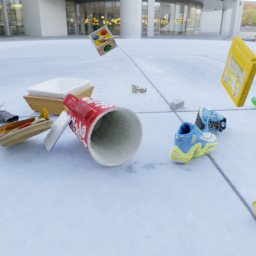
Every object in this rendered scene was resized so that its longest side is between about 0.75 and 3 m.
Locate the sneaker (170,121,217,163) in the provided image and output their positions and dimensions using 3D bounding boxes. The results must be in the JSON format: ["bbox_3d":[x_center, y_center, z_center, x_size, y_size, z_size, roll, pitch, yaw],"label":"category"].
[{"bbox_3d":[2.271,0.292,9.215,0.859,1.191,2.268,19,30,39],"label":"sneaker"}]

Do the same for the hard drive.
[{"bbox_3d":[-2.489,0.090,9.811,0.164,1.294,0.854,33,5,-32],"label":"hard drive"}]

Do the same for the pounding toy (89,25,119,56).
[{"bbox_3d":[-1.013,-3.860,12.320,1.070,0.827,1.163,-31,64,1],"label":"pounding toy"}]

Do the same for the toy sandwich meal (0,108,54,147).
[{"bbox_3d":[-3.622,-0.042,9.630,2.268,0.777,2.268,-23,1,0],"label":"toy sandwich meal"}]

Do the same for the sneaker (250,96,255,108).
[{"bbox_3d":[6.782,-1.194,13.129,0.811,0.915,2.190,-12,25,-24],"label":"sneaker"}]

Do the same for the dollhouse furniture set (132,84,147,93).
[{"bbox_3d":[0.605,-2.365,16.479,0.765,0.497,0.702,-19,30,-37],"label":"dollhouse furniture set"}]

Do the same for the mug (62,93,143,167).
[{"bbox_3d":[-1.044,-0.341,9.345,1.841,2.449,2.759,-27,27,-19],"label":"mug"}]

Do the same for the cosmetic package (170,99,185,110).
[{"bbox_3d":[2.437,-1.178,13.865,0.403,0.340,0.755,21,28,34],"label":"cosmetic package"}]

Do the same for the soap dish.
[{"bbox_3d":[-3.284,-1.598,13.770,2.266,1.170,2.880,9,25,20],"label":"soap dish"}]

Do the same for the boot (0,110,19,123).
[{"bbox_3d":[-5.391,-0.389,11.859,0.882,0.467,1.339,18,33,26],"label":"boot"}]

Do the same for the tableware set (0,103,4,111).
[{"bbox_3d":[-6.179,-0.662,12.615,1.083,0.328,1.638,-20,21,-8],"label":"tableware set"}]

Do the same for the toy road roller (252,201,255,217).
[{"bbox_3d":[3.488,1.882,6.325,1.103,0.805,0.678,-36,21,9],"label":"toy road roller"}]

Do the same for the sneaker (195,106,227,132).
[{"bbox_3d":[3.249,-0.289,10.744,1.075,0.937,2.391,21,21,25],"label":"sneaker"}]

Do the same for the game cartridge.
[{"bbox_3d":[3.861,-1.971,9.852,0.308,1.900,1.675,-6,44,-4],"label":"game cartridge"}]
